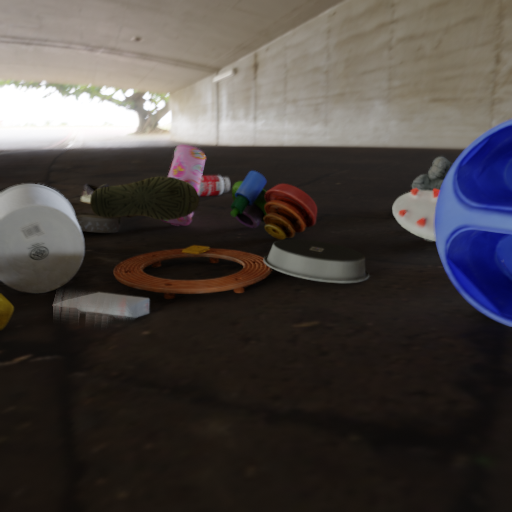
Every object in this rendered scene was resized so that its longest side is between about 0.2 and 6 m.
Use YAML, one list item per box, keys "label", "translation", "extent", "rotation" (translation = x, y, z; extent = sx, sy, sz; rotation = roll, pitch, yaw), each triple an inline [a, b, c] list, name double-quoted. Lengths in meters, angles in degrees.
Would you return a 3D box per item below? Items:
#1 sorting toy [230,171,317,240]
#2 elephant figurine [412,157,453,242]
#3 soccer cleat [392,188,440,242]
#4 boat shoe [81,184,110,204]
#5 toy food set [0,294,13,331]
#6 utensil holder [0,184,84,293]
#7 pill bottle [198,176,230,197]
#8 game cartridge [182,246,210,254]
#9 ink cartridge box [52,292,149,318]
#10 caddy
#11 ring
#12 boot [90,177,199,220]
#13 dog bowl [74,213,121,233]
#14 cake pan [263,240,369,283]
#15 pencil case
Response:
- label: "sorting toy"
  translation: [0.104, -0.965, 12.461]
  extent: [2.614, 1.571, 1.073]
  rotation: [6, 58, 53]
- label: "elephant figurine"
  translation: [4.478, -1.008, 12.063]
  extent: [1.786, 1.958, 2.524]
  rotation: [39, 17, -18]
- label: "soccer cleat"
  translation: [3.895, -0.465, 10.388]
  extent: [2.933, 1.016, 1.138]
  rotation: [20, -18, 40]
- label: "boat shoe"
  translation: [-4.495, -1.814, 16.614]
  extent: [1.840, 0.596, 0.662]
  rotation: [10, 17, 34]
- label: "toy food set"
  translation: [-3.892, 0.645, 6.999]
  extent: [1.239, 0.688, 2.106]
  rotation: [20, 1, -40]
- label: "utensil holder"
  translation: [-3.543, -0.293, 8.941]
  extent: [1.475, 1.475, 1.736]
  rotation: [-6, 18, -23]
- label: "pill bottle"
  translation: [-1.504, -2.303, 18.423]
  extent: [1.181, 0.663, 0.663]
  rotation: [-7, 16, -26]
- label: "game cartridge"
  translation: [-1.081, -0.105, 10.046]
  extent: [0.353, 0.065, 0.401]
  rotation: [6, 17, 27]
- label: "ink cartridge box"
  translation: [-1.958, 0.684, 7.187]
  extent: [0.818, 0.253, 1.009]
  rotation: [5, 8, 18]
- label: "caddy"
  translation: [4.059, -0.318, 6.662]
  extent: [3.735, 2.641, 1.961]
  rotation: [12, 12, 42]
- label: "ring"
  translation: [-1.019, 0.263, 9.150]
  extent: [2.545, 0.244, 2.545]
  rotation: [0, 13, 0]
- label: "boot"
  translation: [-2.550, -1.388, 13.588]
  extent: [2.495, 0.942, 2.849]
  rotation: [1, 5, -2]
- label: "dog bowl"
  translation: [-3.618, -0.745, 12.634]
  extent: [1.150, 0.337, 1.150]
  rotation: [7, 7, -1]
- label: "cake pan"
  translation: [1.014, 0.049, 9.331]
  extent: [1.771, 0.325, 1.771]
  rotation: [7, 13, -2]
- label: "pencil case"
  translation: [-1.776, -1.712, 13.587]
  extent: [0.862, 1.972, 0.862]
  rotation: [7, -24, 3]
